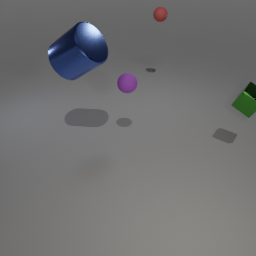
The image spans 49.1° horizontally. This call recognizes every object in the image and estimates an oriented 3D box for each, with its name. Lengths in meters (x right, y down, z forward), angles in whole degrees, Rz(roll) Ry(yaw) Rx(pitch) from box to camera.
[{"bbox_3d":[-0.024,-1.552,9.702,0.700,0.700,0.700,0,32,0],"label":"ball"},{"bbox_3d":[-1.594,-2.430,8.994,1.400,1.400,1.400,-21,17,37],"label":"cylinder"},{"bbox_3d":[1.600,-5.601,13.806,0.700,0.700,0.700,0,32,0],"label":"ball"},{"bbox_3d":[3.912,-0.906,9.001,0.700,0.700,0.700,39,53,10],"label":"cube"}]
